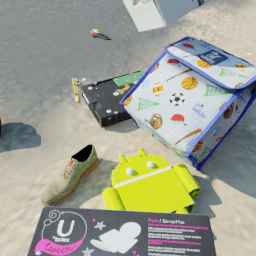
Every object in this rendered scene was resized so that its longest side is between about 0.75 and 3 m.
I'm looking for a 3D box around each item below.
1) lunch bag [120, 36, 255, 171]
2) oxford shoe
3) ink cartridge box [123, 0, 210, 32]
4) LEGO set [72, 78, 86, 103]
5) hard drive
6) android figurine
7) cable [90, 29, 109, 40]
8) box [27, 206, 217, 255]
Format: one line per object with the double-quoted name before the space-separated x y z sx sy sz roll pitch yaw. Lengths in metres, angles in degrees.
"lunch bag" 1.651 -0.860 7.122 2.870 1.777 2.440 -48 59 -4
"oxford shoe" -1.407 1.039 6.629 0.638 0.677 1.811 22 48 22
"ink cartridge box" 1.292 -3.389 6.875 2.398 1.000 1.741 -33 21 -8
"LEGO set" -1.035 -0.883 6.085 0.296 0.366 0.796 -7 40 -13
"hard drive" -0.026 -1.020 8.910 2.527 0.478 1.765 -20 47 -19
"android figurine" 0.502 1.423 6.395 2.152 0.486 2.365 -15 48 -14
"cable" -1.263 -4.077 12.252 0.947 0.238 0.460 32 52 29
"box" -0.077 2.396 4.433 2.681 1.771 1.538 3 40 3
